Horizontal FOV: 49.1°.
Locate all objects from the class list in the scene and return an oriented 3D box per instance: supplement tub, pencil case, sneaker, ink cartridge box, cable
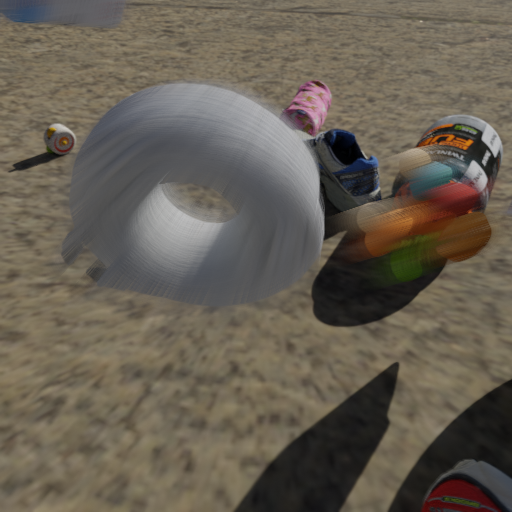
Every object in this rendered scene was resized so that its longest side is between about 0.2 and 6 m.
[{"bbox_3d":[2.882,-1.142,8.500,1.357,1.357,2.215,17,40,21],"label":"supplement tub"},{"bbox_3d":[1.012,-2.913,11.256,0.733,0.766,1.771,1,35,21],"label":"pencil case"},{"bbox_3d":[2.253,2.655,4.262,0.982,0.891,2.313,-38,45,-19],"label":"sneaker"},{"bbox_3d":[-1.628,-2.404,4.707,0.464,0.792,1.082,37,33,20],"label":"ink cartridge box"},{"bbox_3d":[1.289,-1.742,9.503,0.964,1.065,2.501,-20,42,-24],"label":"sneaker"},{"bbox_3d":[-0.315,-0.254,3.045,1.357,1.357,0.470,19,46,-8],"label":"cable"}]

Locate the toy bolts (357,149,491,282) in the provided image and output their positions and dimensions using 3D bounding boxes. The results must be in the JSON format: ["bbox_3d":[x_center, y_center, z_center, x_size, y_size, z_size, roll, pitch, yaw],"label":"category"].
[{"bbox_3d":[1.513,-0.466,4.984,1.047,0.760,1.096,-21,31,58],"label":"toy bolts"}]

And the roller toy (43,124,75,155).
[{"bbox_3d":[-3.677,-2.185,10.502,0.509,0.558,0.390,-23,45,-35],"label":"roller toy"}]

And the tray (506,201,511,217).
[{"bbox_3d":[2.974,-1.183,4.953,0.416,2.016,3.754,23,12,16],"label":"tray"}]
